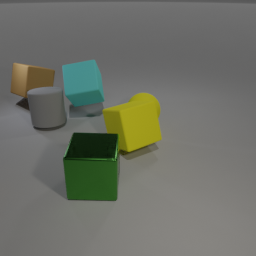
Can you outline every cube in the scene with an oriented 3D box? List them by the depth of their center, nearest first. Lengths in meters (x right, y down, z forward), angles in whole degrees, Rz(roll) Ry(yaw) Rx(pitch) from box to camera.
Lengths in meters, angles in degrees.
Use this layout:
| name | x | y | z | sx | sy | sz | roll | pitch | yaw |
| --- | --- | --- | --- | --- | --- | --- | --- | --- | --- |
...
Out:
| name | x | y | z | sx | sy | sz | roll | pitch | yaw |
| --- | --- | --- | --- | --- | --- | --- | --- | --- | --- |
| cube | -0.964 | 1.068 | 7.999 | 1.400 | 1.400 | 1.400 | 2 | 28 | 0 |
| cube | 0.130 | -0.118 | 9.788 | 1.400 | 1.400 | 1.400 | -18 | 13 | -27 |
| cube | -1.886 | -1.886 | 12.045 | 1.400 | 1.400 | 1.400 | -10 | -16 | 3 |
| cube | -4.467 | -2.186 | 13.118 | 1.400 | 1.400 | 1.400 | 19 | 14 | 39 |

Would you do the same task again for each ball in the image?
| name | x | y | z | sx | sy | sz | roll | pitch | yaw |
| --- | --- | --- | --- | --- | --- | --- | --- | --- | --- |
| ball | 0.625 | -0.734 | 11.434 | 1.400 | 1.400 | 1.400 | 0 | 28 | 0 |

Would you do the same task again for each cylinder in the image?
| name | x | y | z | sx | sy | sz | roll | pitch | yaw |
| --- | --- | --- | --- | --- | --- | --- | --- | --- | --- |
| cylinder | -3.334 | -0.873 | 11.563 | 1.400 | 1.400 | 1.400 | -2 | 21 | 1 |
